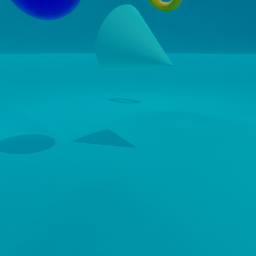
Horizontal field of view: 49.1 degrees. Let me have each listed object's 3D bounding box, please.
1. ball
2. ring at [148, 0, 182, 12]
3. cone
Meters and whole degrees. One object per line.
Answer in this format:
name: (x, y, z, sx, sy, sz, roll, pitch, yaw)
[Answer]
ball: (-1.206, -2.178, 4.026, 1.186, 1.186, 1.186, 0, 16, 0)
ring: (1.025, -4.100, 8.315, 1.347, 1.347, 0.269, 16, 55, 43)
cone: (0.286, -1.330, 4.870, 1.219, 1.214, 1.214, 34, 32, 27)
